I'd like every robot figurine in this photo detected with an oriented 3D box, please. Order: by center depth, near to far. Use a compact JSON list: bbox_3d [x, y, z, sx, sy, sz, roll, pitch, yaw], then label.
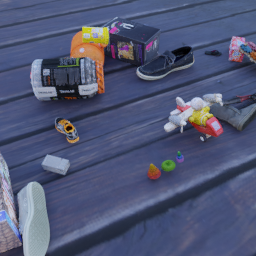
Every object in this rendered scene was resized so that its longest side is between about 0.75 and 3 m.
[{"bbox_3d":[-1.759,-3.296,12.242,1.812,1.469,2.519,-2,45,-5],"label":"robot figurine"}]

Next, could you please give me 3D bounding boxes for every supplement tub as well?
[{"bbox_3d":[-2.239,-1.898,10.785,2.579,1.580,1.580,-3,46,-3],"label":"supplement tub"}]

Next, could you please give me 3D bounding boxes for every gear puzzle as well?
[{"bbox_3d":[5.999,-3.015,12.325,1.226,0.310,2.367,-30,70,-39],"label":"gear puzzle"}]

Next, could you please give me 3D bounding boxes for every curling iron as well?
[{"bbox_3d":[4.251,-1.118,10.531,2.249,0.557,0.287,-11,82,-29],"label":"curling iron"}]

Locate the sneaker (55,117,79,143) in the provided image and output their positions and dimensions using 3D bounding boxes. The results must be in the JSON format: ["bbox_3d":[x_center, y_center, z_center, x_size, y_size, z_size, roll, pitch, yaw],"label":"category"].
[{"bbox_3d":[-2.134,-0.044,9.731,0.512,0.505,1.307,-33,52,-26],"label":"sneaker"}]

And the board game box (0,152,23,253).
[{"bbox_3d":[-4.249,1.928,7.173,2.254,1.369,2.828,-19,48,-17],"label":"board game box"}]

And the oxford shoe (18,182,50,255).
[{"bbox_3d":[-2.503,2.427,7.228,0.619,0.806,2.144,-28,51,12],"label":"oxford shoe"}]

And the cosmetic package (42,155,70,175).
[{"bbox_3d":[-2.237,1.140,8.692,0.757,0.341,0.404,13,50,9],"label":"cosmetic package"}]

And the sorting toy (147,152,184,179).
[{"bbox_3d":[1.116,1.054,8.456,1.251,0.431,0.434,-26,37,-11],"label":"sorting toy"}]

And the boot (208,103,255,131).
[{"bbox_3d":[3.779,-0.753,10.429,1.620,0.646,1.781,-32,47,-30],"label":"boot"}]

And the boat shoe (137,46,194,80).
[{"bbox_3d":[1.667,-2.904,12.259,2.902,0.903,1.083,-21,51,-18],"label":"boat shoe"}]

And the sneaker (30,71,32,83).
[{"bbox_3d":[-3.296,-2.294,11.793,1.650,0.697,0.619,-24,50,-22],"label":"sneaker"}]

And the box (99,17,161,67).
[{"bbox_3d":[0.060,-4.028,13.045,2.493,1.322,1.524,23,50,20],"label":"box"}]

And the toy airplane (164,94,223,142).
[{"bbox_3d":[2.283,-0.571,9.595,1.897,1.344,1.905,4,51,15],"label":"toy airplane"}]

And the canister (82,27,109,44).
[{"bbox_3d":[-1.070,-3.030,9.151,0.824,0.357,0.612,-1,55,-11],"label":"canister"}]

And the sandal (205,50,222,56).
[{"bbox_3d":[4.108,-3.629,13.450,0.810,0.194,0.304,5,46,5],"label":"sandal"}]

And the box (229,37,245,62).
[{"bbox_3d":[5.157,-3.729,13.243,0.601,0.627,1.258,11,46,11],"label":"box"}]
